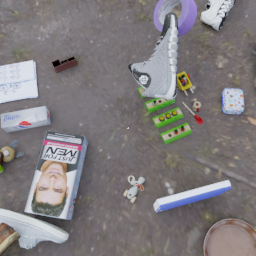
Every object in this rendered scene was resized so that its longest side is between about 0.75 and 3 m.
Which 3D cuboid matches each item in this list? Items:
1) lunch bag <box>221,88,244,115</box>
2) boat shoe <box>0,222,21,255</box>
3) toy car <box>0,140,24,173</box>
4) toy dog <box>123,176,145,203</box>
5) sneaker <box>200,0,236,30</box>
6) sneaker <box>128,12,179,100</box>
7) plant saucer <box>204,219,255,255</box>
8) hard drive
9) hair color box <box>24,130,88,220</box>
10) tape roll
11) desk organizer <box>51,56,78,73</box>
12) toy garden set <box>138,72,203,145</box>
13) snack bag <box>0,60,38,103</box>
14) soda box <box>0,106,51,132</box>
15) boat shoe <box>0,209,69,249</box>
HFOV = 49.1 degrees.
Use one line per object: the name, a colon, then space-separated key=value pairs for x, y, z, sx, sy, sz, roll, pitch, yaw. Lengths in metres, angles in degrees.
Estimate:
lunch bag: x=4.299 y=-1.120 z=11.578 sx=0.894 sy=0.421 sz=1.115 roll=2 pitch=71 yaw=3
boat shoe: x=-4.417 y=3.868 z=9.140 sx=2.275 sy=0.819 sz=0.768 roll=-44 pitch=83 yaw=21
toy car: x=-4.645 y=0.987 z=10.588 sx=1.236 sy=0.975 sz=1.016 roll=-25 pitch=80 yaw=-21
toy dog: x=0.236 y=2.221 z=10.300 sx=0.672 sy=0.491 sz=1.019 roll=14 pitch=70 yaw=5
sneaker: x=4.336 y=-5.883 z=13.062 sx=1.136 sy=1.054 sz=2.804 roll=26 pitch=71 yaw=18
sneaker: x=0.833 y=-2.420 z=9.423 sx=1.689 sy=1.097 sz=2.924 roll=2 pitch=89 yaw=10
plant saucer: x=3.630 y=4.239 z=9.634 sx=2.123 sy=0.366 sz=2.123 roll=0 pitch=70 yaw=1
hard drive: x=2.135 y=2.381 z=9.647 sx=2.420 sy=1.596 sz=0.307 roll=-14 pitch=69 yaw=-5
hair color box: x=-2.542 y=1.702 z=10.269 sx=1.476 sy=0.904 sz=2.982 roll=9 pitch=71 yaw=3
tape roll: x=1.812 y=-4.395 z=10.841 sx=1.582 sy=0.672 sz=1.582 roll=-1 pitch=89 yaw=42
desk organizer: x=-2.761 y=-2.828 z=12.202 sx=1.052 sy=0.405 sz=0.377 roll=-25 pitch=72 yaw=-9
toy garden set: x=1.954 y=-0.999 z=11.457 sx=2.241 sy=0.537 sz=2.689 roll=-23 pitch=71 yaw=-8
snack bag: x=-4.784 y=-1.979 z=12.004 sx=1.730 sy=0.196 sz=1.835 roll=-10 pitch=70 yaw=-4
soda box: x=-4.072 y=-0.346 z=11.196 sx=1.818 sy=0.577 sz=0.621 roll=-10 pitch=70 yaw=-4
boat shoe: x=-3.391 y=3.587 z=9.598 sx=2.757 sy=0.962 sz=0.982 roll=13 pitch=70 yaw=12
